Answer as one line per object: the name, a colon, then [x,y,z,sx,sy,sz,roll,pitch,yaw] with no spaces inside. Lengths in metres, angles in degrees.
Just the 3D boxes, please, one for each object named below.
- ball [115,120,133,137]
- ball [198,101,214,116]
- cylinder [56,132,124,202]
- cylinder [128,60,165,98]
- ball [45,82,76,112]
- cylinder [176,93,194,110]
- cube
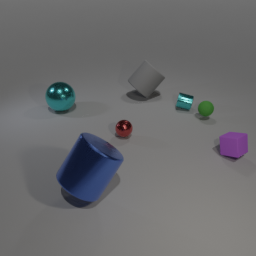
ball: [-0.161,0.016,11.154,0.700,0.700,0.700,0,29,0]
ball: [3.478,-0.866,12.503,0.700,0.700,0.700,0,29,0]
cylinder: [-1.052,1.068,7.815,1.400,1.400,1.400,32,8,-5]
cylinder: [0.950,-2.534,14.462,1.400,1.400,1.400,39,13,-11]
ball: [-3.180,-1.475,13.212,1.400,1.400,1.400,0,29,0]
cylinder: [2.721,-1.285,13.452,0.700,0.700,0.700,15,31,6]
cube: [3.756,0.576,9.945,0.700,0.700,0.700,-17,16,-37]
